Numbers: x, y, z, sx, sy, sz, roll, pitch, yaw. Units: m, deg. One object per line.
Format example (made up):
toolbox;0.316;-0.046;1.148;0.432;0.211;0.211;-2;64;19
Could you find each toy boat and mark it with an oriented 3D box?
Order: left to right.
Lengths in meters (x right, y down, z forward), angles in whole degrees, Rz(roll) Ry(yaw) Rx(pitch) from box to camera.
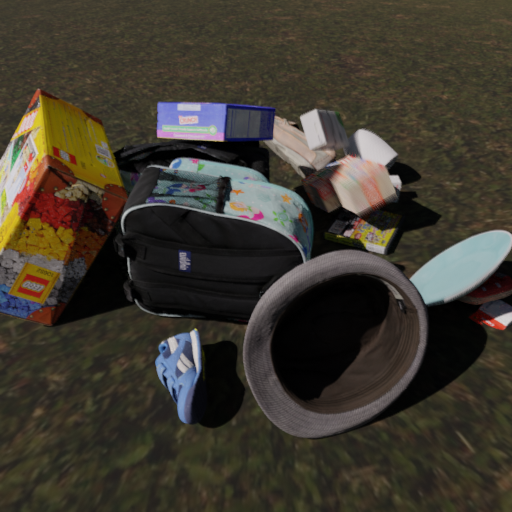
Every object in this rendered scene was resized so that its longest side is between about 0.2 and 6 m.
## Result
toy boat;4.135;0.433;10.338;1.125;0.735;0.734;-13;14;-11

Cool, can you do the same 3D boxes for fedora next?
fedora;1.094;1.209;8.462;2.890;2.556;1.305;-32;10;-9

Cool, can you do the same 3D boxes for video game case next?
video game case;2.427;-0.644;12.507;1.415;0.200;1.566;15;37;21

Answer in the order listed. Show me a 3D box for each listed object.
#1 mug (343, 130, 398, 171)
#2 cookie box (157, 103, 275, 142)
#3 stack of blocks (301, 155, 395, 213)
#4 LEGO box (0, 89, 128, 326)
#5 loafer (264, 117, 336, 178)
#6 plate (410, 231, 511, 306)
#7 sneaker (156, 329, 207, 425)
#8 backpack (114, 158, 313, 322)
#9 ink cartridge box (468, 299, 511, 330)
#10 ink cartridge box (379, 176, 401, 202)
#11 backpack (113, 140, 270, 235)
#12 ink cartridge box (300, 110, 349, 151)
mug;2.859;-2.557;14.393;0.987;1.337;1.172;-43;79;-2
cookie box;-0.753;-2.625;10.999;1.589;0.698;1.858;11;16;29
stack of blocks;1.971;-1.562;12.476;1.278;0.650;2.219;-30;19;-4
LEGO box;-3.978;-1.052;10.569;1.466;2.830;3.800;24;21;-34
loafer;0.989;-3.038;14.958;0.978;1.119;3.112;-40;50;1
plate;3.608;0.314;10.061;2.226;0.284;2.226;-36;8;6
sneaker;-1.151;1.872;8.554;0.739;0.664;1.796;-8;30;-3
backpack;-0.535;-0.182;9.677;3.050;2.707;2.296;10;43;8
ink cartridge box;4.306;1.062;10.088;0.729;0.208;0.592;-19;39;-32
ink cartridge box;3.046;-1.613;13.544;0.793;0.576;0.331;0;39;0
backpack;-1.431;-1.360;11.756;3.432;2.172;2.864;0;16;0
ink cartridge box;1.627;-2.960;13.268;0.486;0.858;1.170;-18;-3;37
